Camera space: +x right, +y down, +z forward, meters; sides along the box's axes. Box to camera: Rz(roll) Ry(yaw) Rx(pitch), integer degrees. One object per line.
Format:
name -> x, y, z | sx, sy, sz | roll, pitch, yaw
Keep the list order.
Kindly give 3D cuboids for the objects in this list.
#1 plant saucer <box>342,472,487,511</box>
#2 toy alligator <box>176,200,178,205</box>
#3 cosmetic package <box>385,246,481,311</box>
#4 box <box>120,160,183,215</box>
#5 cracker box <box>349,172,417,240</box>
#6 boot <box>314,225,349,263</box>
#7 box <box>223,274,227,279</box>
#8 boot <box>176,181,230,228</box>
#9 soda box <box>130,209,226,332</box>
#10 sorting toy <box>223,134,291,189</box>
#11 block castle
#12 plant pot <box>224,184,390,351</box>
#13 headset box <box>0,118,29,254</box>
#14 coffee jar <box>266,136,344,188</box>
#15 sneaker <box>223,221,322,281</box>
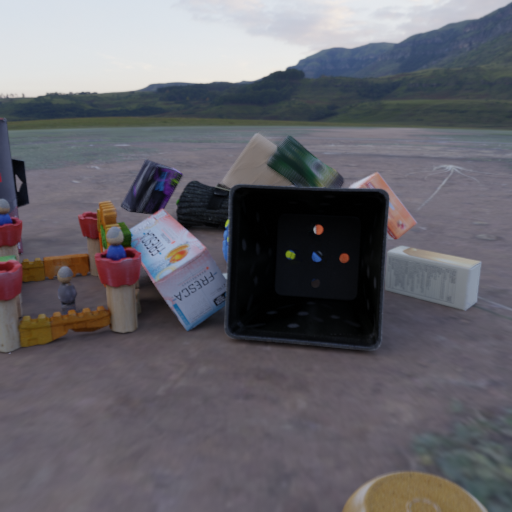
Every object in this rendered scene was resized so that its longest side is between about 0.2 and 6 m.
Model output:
plant saucer -> 1.273, 2.026, 4.283 | 1.238, 0.219, 1.238 | 0, 16, 0
toy alligator -> -1.162, -1.373, 15.134 | 1.988, 0.589, 0.539 | -7, 59, -26
cosmetic package -> 2.831, 0.332, 9.046 | 1.395, 0.734, 0.496 | 16, 24, 39
box -> -2.488, -1.606, 13.538 | 0.314, 1.243, 1.739 | 32, 9, 13
cracker box -> 2.092, -0.822, 9.980 | 0.471, 1.094, 1.634 | -38, 2, -4
boot -> 1.491, -0.202, 10.982 | 1.057, 0.740, 1.972 | 4, 25, 2
box -> -0.611, 0.471, 9.363 | 0.777, 0.266, 0.319 | -5, 18, -14
boot -> -0.566, -1.407, 14.121 | 2.195, 1.105, 2.936 | 5, 18, 15
soda box -> -1.319, 0.110, 8.922 | 0.894, 0.961, 2.811 | -34, 25, -9
sorting toy -> 0.381, -1.590, 12.108 | 1.840, 1.360, 0.271 | 35, -7, -4
block castle -> -3.034, 0.026, 8.610 | 2.210, 1.552, 3.308 | -6, 18, -21
plant pot -> 0.784, 0.058, 8.044 | 2.046, 2.051, 1.820 | 3, 6, 11
headset box -> -6.271, -1.204, 10.648 | 3.685, 2.742, 1.423 | -12, 21, -37
coffee jar -> 0.975, -1.635, 10.976 | 1.464, 0.625, 0.763 | 38, 51, 2
sneaker -> 0.321, -0.073, 10.336 | 1.096, 0.938, 2.645 | -1, 16, -44
